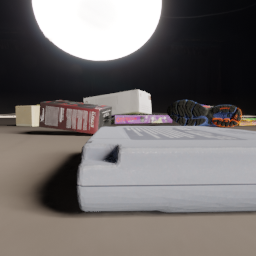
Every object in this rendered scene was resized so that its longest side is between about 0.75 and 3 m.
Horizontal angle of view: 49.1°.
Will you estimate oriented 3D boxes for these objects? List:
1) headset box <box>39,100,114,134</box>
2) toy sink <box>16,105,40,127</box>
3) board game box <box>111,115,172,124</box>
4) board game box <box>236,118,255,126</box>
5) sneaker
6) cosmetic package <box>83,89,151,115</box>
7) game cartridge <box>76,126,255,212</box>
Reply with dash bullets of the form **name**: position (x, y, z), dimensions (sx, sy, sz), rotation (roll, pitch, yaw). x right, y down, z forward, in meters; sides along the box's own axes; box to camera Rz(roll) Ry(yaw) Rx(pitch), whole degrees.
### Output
- **headset box**: position (-0.904, -0.224, 5.364), dimensions (1.262, 0.473, 0.938), rotation (8, 10, 10)
- **toy sink**: position (-2.847, -0.415, 9.022), dimensions (0.797, 0.685, 1.222), rotation (2, 4, 34)
- **board game box**: position (0.328, -0.373, 11.630), dimensions (2.610, 0.422, 1.567), rotation (-1, 7, -27)
- **board game box**: position (3.568, -0.233, 9.646), dimensions (0.932, 0.293, 1.951), rotation (-2, 1, -24)
- **sneaker**: position (2.258, -0.354, 8.520), dimensions (2.144, 0.808, 0.841), rotation (10, -2, 10)
- **cosmetic package**: position (-0.499, -0.988, 12.965), dimensions (2.871, 1.063, 1.460), rotation (-5, -4, 27)
- **game cartridge**: position (0.330, 0.161, 1.851), dimensions (1.133, 0.344, 1.699), rotation (-4, 3, -2)
